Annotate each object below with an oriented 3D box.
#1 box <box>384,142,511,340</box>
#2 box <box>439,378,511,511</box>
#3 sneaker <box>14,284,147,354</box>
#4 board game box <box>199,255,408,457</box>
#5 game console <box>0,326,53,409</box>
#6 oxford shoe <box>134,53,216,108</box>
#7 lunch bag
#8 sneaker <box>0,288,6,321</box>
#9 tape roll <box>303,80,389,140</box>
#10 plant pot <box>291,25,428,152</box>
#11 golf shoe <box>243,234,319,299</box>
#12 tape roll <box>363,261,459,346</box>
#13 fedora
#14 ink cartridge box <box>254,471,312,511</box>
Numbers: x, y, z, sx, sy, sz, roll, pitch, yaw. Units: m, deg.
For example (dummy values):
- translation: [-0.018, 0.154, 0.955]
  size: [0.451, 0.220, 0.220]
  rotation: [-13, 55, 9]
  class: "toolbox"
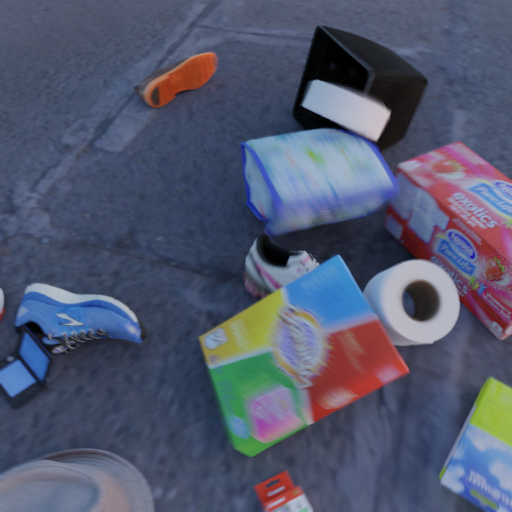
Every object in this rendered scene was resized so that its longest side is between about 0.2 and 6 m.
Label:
- translation: [3.913, -0.365, 9.851]
  size: [1.533, 1.601, 3.211]
  rotation: [-22, 51, -19]
  class: "box"
- translation: [3.411, 2.761, 7.799]
  size: [1.171, 0.458, 1.921]
  rotation: [28, 54, 23]
  class: "box"
- translation: [-2.859, 1.181, 9.086]
  size: [2.284, 0.897, 1.018]
  rotation: [7, 58, 15]
  class: "sneaker"
- translation: [0.587, 1.426, 8.251]
  size: [2.574, 0.519, 1.970]
  rotation: [-32, 50, 7]
  class: "board game box"
- translation: [-3.668, 1.714, 8.680]
  size: [0.819, 0.568, 0.959]
  rotation: [-35, 56, -28]
  class: "game console"
- translation: [-2.042, -4.641, 14.266]
  size: [2.368, 0.844, 0.863]
  rotation: [-36, 52, -28]
  class: "oxford shoe"
- translation: [1.050, -1.360, 10.354]
  size: [2.229, 1.671, 2.622]
  rotation: [-12, 20, -10]
  class: "lunch bag"
- translation: [-4.827, 1.023, 8.915]
  size: [0.705, 1.131, 2.111]
  rotation: [13, 49, 11]
  class: "sneaker"
- translation: [1.667, -2.712, 10.414]
  size: [1.529, 0.535, 1.529]
  rotation: [22, 16, -7]
  class: "tape roll"
- translation: [2.399, -3.567, 12.488]
  size: [2.005, 2.255, 2.260]
  rotation: [-9, 47, -25]
  class: "plant pot"
- translation: [0.820, 0.519, 9.377]
  size: [2.399, 1.105, 0.871]
  rotation: [27, 44, 20]
  class: "golf shoe"
- translation: [2.357, 0.747, 8.675]
  size: [1.247, 0.857, 1.247]
  rotation: [2, 79, -11]
  class: "tape roll"
- translation: [-2.540, 3.262, 6.932]
  size: [2.397, 1.082, 2.120]
  rotation: [-8, 48, -6]
  class: "fedora"
- translation: [0.406, 3.349, 7.412]
  size: [0.525, 0.242, 0.963]
  rotation: [-20, 52, -18]
  class: "ink cartridge box"
